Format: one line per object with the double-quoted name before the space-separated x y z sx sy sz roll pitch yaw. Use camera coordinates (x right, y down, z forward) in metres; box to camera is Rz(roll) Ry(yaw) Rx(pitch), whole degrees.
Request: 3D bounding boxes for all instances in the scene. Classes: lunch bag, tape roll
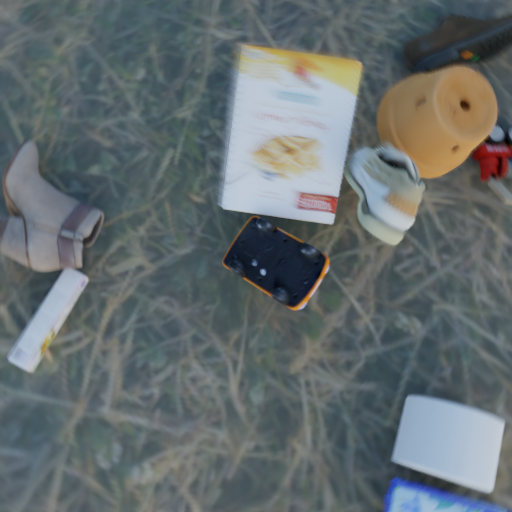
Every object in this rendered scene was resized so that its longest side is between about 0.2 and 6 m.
"lunch bag" 2.845 4.496 8.483 2.036 1.298 1.731 16 74 -5
"tape roll" 3.013 2.942 8.826 1.522 1.522 1.045 17 73 5

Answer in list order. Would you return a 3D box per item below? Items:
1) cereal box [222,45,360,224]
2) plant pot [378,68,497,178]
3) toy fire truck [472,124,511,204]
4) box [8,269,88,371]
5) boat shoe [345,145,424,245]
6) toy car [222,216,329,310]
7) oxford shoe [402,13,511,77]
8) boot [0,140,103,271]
"cereal box" 0.579 -2.067 9.813 2.020 0.555 2.808 8 101 0
"plant pot" 3.232 -2.390 9.679 1.833 1.283 1.833 2 83 -18
"toy fire truck" 4.852 -1.642 10.583 1.346 0.984 1.529 5 85 1
"box" -3.679 1.115 9.973 0.394 0.368 1.903 25 75 7
"boat shoe" 2.212 -1.267 9.341 1.081 2.893 0.989 26 118 -14
"toy car" 0.839 -0.891 10.055 1.903 1.291 3.880 11 75 29
"oxford shoe" 4.284 -4.505 11.338 2.787 1.013 1.176 -21 73 -6
"boot" -3.770 -0.891 10.366 1.853 0.890 2.535 11 66 -4
